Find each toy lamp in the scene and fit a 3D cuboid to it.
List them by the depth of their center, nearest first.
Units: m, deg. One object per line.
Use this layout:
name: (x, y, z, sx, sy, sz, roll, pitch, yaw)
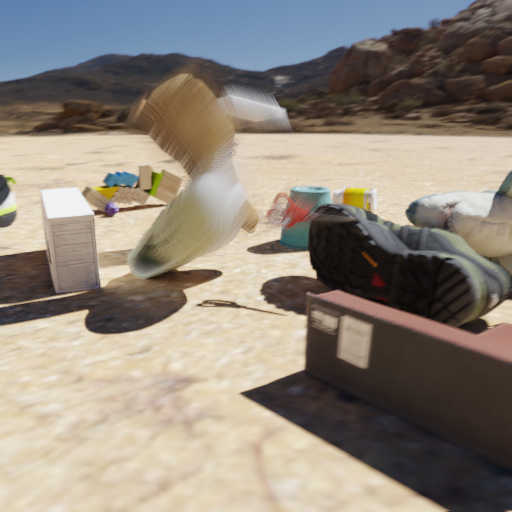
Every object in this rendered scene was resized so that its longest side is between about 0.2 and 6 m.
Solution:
toy lamp: (-3.619, -1.192, 13.789, 0.330, 0.330, 1.132, -7, 15, -23)

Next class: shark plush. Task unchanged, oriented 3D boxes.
shark plush: (3.936, -0.729, 9.410, 1.701, 1.855, 4.084, 4, 14, 32)

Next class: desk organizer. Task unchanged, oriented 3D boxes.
desk organizer: (1.603, 0.944, 4.997, 0.917, 0.854, 2.381, -11, 19, -41)

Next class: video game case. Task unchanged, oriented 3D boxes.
video game case: (-0.227, -2.758, 10.537, 1.163, 0.134, 1.060, 7, 4, -28)

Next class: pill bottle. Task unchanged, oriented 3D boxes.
pill bottle: (2.480, -1.424, 14.111, 1.062, 0.580, 0.580, 6, 16, 20)

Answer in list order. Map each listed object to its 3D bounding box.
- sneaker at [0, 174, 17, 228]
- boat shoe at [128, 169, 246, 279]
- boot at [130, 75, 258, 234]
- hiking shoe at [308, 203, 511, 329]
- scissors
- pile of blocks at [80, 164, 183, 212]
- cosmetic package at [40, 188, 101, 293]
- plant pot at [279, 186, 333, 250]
sneaker: (-6.511, -1.122, 11.527, 1.173, 1.354, 3.271, 10, 18, 33)
boat shoe: (-1.047, -0.273, 8.007, 0.848, 0.984, 2.734, -37, -2, -36)
boot: (-0.570, -1.419, 8.342, 1.052, 2.788, 1.026, -44, 40, -6)
hiking shoe: (2.039, 0.107, 7.853, 1.647, 1.239, 3.271, 1, 21, -33)
scissors: (0.732, -0.504, 7.727, 1.258, 0.460, 0.088, 21, 15, 20)
pile of blocks: (-3.249, -1.815, 14.259, 2.734, 1.122, 0.850, -10, 22, -40)
cosmetic package: (-3.103, -0.364, 9.176, 0.705, 1.149, 2.783, -5, 16, -21)
plant pot: (1.032, -0.769, 10.773, 1.155, 1.085, 1.155, 1, 16, 0)
